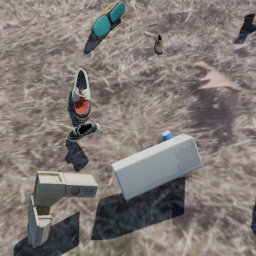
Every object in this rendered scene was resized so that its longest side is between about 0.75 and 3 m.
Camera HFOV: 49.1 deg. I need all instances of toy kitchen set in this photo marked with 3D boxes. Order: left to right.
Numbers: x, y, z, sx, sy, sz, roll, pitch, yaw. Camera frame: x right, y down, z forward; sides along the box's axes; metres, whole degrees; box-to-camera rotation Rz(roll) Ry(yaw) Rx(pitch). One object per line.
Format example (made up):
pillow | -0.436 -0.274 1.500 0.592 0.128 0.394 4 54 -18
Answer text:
toy kitchen set | -1.846 2.465 7.964 1.723 1.909 1.558 8 15 -26

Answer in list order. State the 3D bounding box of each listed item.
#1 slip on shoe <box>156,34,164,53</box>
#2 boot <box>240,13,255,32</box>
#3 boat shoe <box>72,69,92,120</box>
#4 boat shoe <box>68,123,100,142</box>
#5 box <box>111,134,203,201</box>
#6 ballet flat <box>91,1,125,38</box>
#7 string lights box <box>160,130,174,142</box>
slip on shoe | 1.489 -3.951 13.089 0.379 0.302 0.996 3 57 2
boot | 5.949 -5.098 13.478 1.020 0.888 0.353 -15 59 -10
boat shoe | -1.849 -1.365 11.203 0.779 0.685 2.190 -2 59 -3
boat shoe | -1.689 0.101 9.995 1.453 0.463 0.514 -20 67 30
box | 0.898 1.188 8.876 2.665 0.911 1.095 -21 100 -8
ballet flat | -1.142 -5.273 13.691 0.954 0.954 2.699 28 62 17
string lights box | 1.599 0.635 9.996 0.307 0.534 1.040 -29 62 -17
